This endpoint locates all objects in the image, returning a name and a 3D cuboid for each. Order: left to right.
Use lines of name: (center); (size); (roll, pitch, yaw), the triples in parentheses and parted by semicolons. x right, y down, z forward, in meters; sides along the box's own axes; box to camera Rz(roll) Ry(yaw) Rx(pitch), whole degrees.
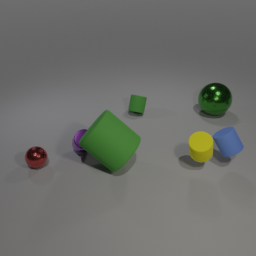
ball: (-2.953, 0.936, 9.019); (0.700, 0.700, 0.700); (0, 31, 0)
cylinder: (-1.526, 0.456, 9.546); (0.700, 0.700, 0.700); (-12, -10, -20)
cylinder: (-0.564, 0.390, 8.692); (1.400, 1.400, 1.400); (40, 32, -10)
cylinder: (0.413, -1.047, 12.110); (0.700, 0.700, 0.700); (11, 6, -1)
cylinder: (2.197, 0.573, 8.444); (0.700, 0.700, 0.700); (-8, 55, 11)
ball: (3.704, -1.230, 11.936); (1.400, 1.400, 1.400); (0, 31, 0)
cylinder: (3.106, 0.425, 8.698); (0.700, 0.700, 0.700); (-30, 9, 5)
